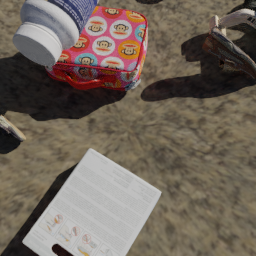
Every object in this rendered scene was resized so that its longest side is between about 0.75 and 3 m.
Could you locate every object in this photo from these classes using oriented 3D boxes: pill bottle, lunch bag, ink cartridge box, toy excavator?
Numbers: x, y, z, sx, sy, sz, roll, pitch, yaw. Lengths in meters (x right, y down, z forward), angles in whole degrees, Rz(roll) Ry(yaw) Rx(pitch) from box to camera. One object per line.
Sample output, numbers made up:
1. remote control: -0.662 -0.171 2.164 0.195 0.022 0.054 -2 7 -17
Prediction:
1. pill bottle: -1.724 -2.927 6.979 1.474 1.474 2.654 19 70 8
2. lunch bag: -0.957 -2.217 8.084 2.937 1.203 2.587 10 66 5
3. ink cartridge box: -0.759 2.050 6.522 2.101 0.737 2.585 30 75 13
4. toy excavator: 4.129 -3.266 8.409 2.562 2.491 1.280 17 64 -23

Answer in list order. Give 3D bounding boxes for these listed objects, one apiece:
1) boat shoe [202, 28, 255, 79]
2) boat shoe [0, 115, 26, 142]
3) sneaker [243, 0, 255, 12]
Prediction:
1. boat shoe: 2.938 -2.001 8.040 1.987 0.713 0.752 34 27 -17
2. boat shoe: -3.201 0.066 7.522 1.119 0.403 0.363 37 78 17
3. sneaker: 4.728 -4.177 9.270 1.771 0.677 1.014 4 72 8
